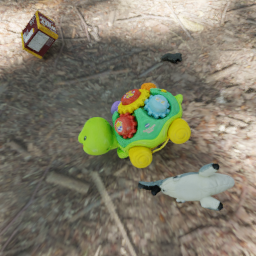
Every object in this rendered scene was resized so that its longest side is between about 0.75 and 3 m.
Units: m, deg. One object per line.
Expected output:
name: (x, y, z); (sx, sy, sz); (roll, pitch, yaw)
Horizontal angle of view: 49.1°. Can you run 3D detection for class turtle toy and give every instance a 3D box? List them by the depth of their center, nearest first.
turtle toy: (0.128, -0.111, 7.265); (2.897, 1.464, 2.111); (-33, 26, 6)

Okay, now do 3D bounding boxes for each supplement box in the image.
supplement box: (-3.245, -3.398, 10.210); (1.129, 0.749, 1.113); (-41, 50, 24)

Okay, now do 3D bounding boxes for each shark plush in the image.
shark plush: (1.350, 1.444, 6.595); (2.205, 0.918, 1.002); (-18, 88, 18)

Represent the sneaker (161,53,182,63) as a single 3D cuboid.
sneaker: (1.621, -2.566, 10.361); (0.787, 0.299, 0.357); (-5, 70, 5)
